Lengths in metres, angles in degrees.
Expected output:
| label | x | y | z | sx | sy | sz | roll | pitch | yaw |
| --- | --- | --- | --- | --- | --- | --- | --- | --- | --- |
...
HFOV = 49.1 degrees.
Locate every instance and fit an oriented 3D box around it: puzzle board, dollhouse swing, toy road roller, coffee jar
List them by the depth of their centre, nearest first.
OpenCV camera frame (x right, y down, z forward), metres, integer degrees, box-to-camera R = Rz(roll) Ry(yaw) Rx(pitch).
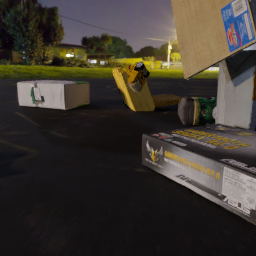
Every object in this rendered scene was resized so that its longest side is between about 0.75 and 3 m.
| label | x | y | z | sx | sy | sz | roll | pitch | yaw |
| --- | --- | --- | --- | --- | --- | --- | --- | --- | --- |
| puzzle board | 1.618 | -2.329 | 5.623 | 0.196 | 2.253 | 1.698 | 2 | -16 | -36 |
| toy road roller | 0.190 | -1.536 | 8.255 | 0.629 | 0.862 | 0.530 | 16 | -18 | 35 |
| coffee jar | 2.665 | -0.533 | 8.937 | 2.077 | 0.886 | 1.083 | 1 | 14 | 2 |
| dollhouse swing | 0.888 | -1.961 | 12.761 | 2.338 | 2.416 | 2.659 | -22 | 14 | -4 |

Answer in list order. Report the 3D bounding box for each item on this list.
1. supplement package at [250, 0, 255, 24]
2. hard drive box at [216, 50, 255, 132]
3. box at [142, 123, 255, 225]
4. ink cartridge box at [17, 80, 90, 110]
| label | x | y | z | sx | sy | sz | roll | pitch | yaw |
| --- | --- | --- | --- | --- | --- | --- | --- | --- | --- |
| supplement package | 3.563 | -3.452 | 7.763 | 1.480 | 1.138 | 1.548 | -5 | 25 | -11 |
| hard drive box | 3.613 | -0.731 | 6.783 | 2.832 | 2.207 | 1.088 | -6 | 14 | -23 |
| box | 1.766 | 0.525 | 4.708 | 2.054 | 0.627 | 2.594 | -7 | 15 | -28 |
| ink cartridge box | -3.519 | -1.645 | 13.347 | 2.758 | 1.163 | 2.014 | 6 | 14 | 25 |
